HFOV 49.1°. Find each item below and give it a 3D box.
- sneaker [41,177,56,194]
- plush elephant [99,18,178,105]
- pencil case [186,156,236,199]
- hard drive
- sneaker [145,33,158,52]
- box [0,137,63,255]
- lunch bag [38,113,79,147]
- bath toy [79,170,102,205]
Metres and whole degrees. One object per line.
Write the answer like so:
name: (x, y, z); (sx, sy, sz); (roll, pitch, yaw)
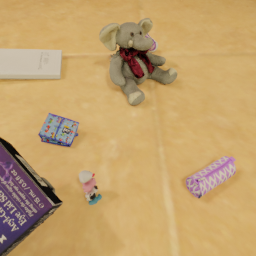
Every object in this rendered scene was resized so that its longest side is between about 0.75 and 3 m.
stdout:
sneaker: (-2.164, 1.232, 6.194); (1.235, 0.713, 0.464); (17, 51, -6)
plush elephant: (0.221, -2.417, 8.937); (2.137, 2.009, 2.595); (-29, 53, -25)
pencil case: (1.946, 1.119, 6.567); (1.294, 0.553, 0.543); (-25, 47, -27)
hard drive: (-3.484, -2.256, 9.826); (2.235, 0.298, 1.474); (-1, 49, -9)
sneaker: (0.546, -3.395, 10.535); (1.311, 0.527, 0.580); (46, 27, 14)
box: (-2.605, 1.522, 4.923); (2.298, 1.198, 1.700); (-43, 84, -14)
lunch bag: (-1.814, 0.097, 7.628); (0.964, 0.454, 0.726); (14, 61, 5)
bath toy: (-0.824, 1.279, 6.197); (0.341, 0.924, 0.402); (-14, 36, -4)
